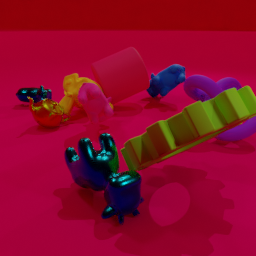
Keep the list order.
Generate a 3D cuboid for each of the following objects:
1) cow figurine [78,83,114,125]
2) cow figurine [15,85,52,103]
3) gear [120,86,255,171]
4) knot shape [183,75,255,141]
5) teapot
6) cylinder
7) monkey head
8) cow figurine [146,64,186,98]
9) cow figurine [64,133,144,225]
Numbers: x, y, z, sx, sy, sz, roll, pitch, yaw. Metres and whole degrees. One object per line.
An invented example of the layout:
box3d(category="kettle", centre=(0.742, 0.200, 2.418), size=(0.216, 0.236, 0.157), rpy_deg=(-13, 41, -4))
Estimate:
box3d(category="cow figurine", centre=(-0.772, -0.616, 6.765), size=(0.702, 1.279, 1.258), rpy_deg=(-26, 34, 4))
box3d(category="cow figurine", centre=(-2.945, -1.025, 8.746), size=(1.115, 0.612, 1.097), rpy_deg=(1, 6, -12))
box3d(category="gear", centre=(0.919, 0.073, 4.256), size=(2.073, 0.383, 2.073), rpy_deg=(-24, -11, -5))
box3d(category="knot shape", centre=(2.222, -0.433, 6.391), size=(1.933, 0.893, 1.809), rpy_deg=(15, 40, -26))
box3d(category="teapot", centre=(-2.005, -0.419, 7.023), size=(1.286, 0.630, 0.799), rpy_deg=(22, 30, -39))
box3d(category="cylinder", centre=(-0.244, -1.589, 8.653), size=(1.386, 1.386, 1.386), rpy_deg=(-25, 25, -7))
box3d(category="monkey head", centre=(-1.377, -0.837, 8.006), size=(1.821, 1.310, 1.097), rpy_deg=(26, -12, 24))
box3d(category="cow figurine", centre=(1.250, -1.588, 9.356), size=(1.562, 0.857, 1.537), rpy_deg=(-33, 10, 22))
box3d(category="cow figurine", centre=(-0.373, 0.750, 4.134), size=(0.726, 1.302, 1.323), rpy_deg=(-13, -10, -38))
